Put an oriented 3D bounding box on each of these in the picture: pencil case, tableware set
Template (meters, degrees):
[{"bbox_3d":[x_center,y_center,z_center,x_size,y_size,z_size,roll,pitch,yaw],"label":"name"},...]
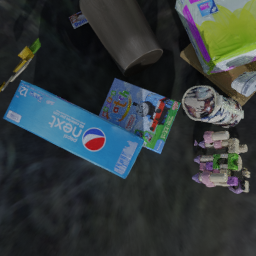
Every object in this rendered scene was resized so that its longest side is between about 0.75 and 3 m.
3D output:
[{"bbox_3d":[1.972,-0.432,6.252,0.835,1.868,0.727,17,96,38],"label":"pencil case"},{"bbox_3d":[-2.623,-1.253,6.168,0.280,1.822,1.227,41,35,-27],"label":"tableware set"}]

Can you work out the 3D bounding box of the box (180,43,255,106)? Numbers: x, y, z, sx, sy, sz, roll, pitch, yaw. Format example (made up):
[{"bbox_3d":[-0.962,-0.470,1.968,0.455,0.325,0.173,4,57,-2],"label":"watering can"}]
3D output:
[{"bbox_3d":[2.796,-1.892,7.602,2.180,0.232,1.782,43,77,13],"label":"box"}]

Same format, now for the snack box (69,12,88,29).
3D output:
[{"bbox_3d":[-1.208,-3.215,8.056,0.926,0.333,0.113,-30,32,-10],"label":"snack box"}]

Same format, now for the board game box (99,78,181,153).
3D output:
[{"bbox_3d":[0.231,-0.307,6.845,1.728,0.316,1.307,22,85,9],"label":"board game box"}]

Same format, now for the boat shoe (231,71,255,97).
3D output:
[{"bbox_3d":[2.890,-1.148,6.653,0.511,0.519,1.463,33,42,28],"label":"boat shoe"}]

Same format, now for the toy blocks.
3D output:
[{"bbox_3d":[1.980,0.796,6.352,1.262,1.063,1.180,24,67,-39],"label":"toy blocks"}]

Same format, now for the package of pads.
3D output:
[{"bbox_3d":[2.974,-2.801,7.117,2.918,0.995,2.254,-20,78,-2],"label":"package of pads"}]

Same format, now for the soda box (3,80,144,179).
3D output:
[{"bbox_3d":[-1.110,0.024,6.200,2.885,0.979,0.926,27,91,4],"label":"soda box"}]

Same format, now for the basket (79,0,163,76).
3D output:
[{"bbox_3d":[-0.113,-2.492,7.173,1.400,1.856,2.058,-30,83,4],"label":"basket"}]
